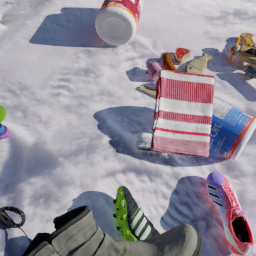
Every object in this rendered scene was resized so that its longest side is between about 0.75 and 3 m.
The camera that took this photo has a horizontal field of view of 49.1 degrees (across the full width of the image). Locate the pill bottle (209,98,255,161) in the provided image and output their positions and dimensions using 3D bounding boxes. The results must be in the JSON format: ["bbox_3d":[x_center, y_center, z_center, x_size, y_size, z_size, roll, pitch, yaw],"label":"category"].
[{"bbox_3d":[2.342,-0.199,8.218,2.432,1.365,1.365,31,59,23],"label":"pill bottle"}]

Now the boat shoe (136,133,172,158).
[{"bbox_3d":[1.033,0.586,8.147,1.673,0.602,0.573,14,72,5],"label":"boat shoe"}]

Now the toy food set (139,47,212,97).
[{"bbox_3d":[1.723,-2.201,10.281,1.875,0.464,2.949,27,57,19],"label":"toy food set"}]

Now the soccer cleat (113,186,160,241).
[{"bbox_3d":[0.244,2.396,6.751,0.895,0.746,2.208,4,45,-27],"label":"soccer cleat"}]

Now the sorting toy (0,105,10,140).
[{"bbox_3d":[-4.569,-0.769,8.917,0.946,0.940,2.729,-29,58,-20],"label":"sorting toy"}]

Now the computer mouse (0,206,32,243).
[{"bbox_3d":[-2.339,2.674,6.723,2.414,0.411,0.708,33,75,28],"label":"computer mouse"}]

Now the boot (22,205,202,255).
[{"bbox_3d":[-0.203,1.456,3.364,1.997,0.676,1.304,-32,100,1],"label":"boot"}]

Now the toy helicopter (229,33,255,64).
[{"bbox_3d":[4.656,-3.110,10.892,1.537,0.917,2.324,0,41,9],"label":"toy helicopter"}]

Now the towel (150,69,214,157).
[{"bbox_3d":[0.982,-0.259,4.934,1.061,0.168,1.473,6,88,-7],"label":"towel"}]

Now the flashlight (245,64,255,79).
[{"bbox_3d":[4.856,-1.613,9.834,0.546,0.544,1.608,-2,39,-44],"label":"flashlight"}]

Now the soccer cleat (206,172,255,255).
[{"bbox_3d":[2.527,1.976,6.900,0.726,0.833,2.178,-6,54,-4],"label":"soccer cleat"}]

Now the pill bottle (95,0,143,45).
[{"bbox_3d":[-0.252,-4.902,11.599,1.627,1.627,2.881,8,53,6],"label":"pill bottle"}]
